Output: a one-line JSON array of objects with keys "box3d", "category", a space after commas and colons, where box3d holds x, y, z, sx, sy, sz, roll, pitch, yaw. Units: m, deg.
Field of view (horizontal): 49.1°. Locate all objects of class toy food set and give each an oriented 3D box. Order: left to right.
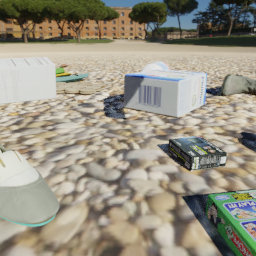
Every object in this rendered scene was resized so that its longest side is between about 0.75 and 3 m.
[{"box3d": [-3.333, -2.705, 13.478, 1.781, 0.582, 1.048, -21, 7, -43], "category": "toy food set"}]

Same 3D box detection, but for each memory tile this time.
[{"box3d": [-2.415, -1.736, 12.197, 2.605, 0.219, 1.997, 4, 18, 13], "category": "memory tile"}]

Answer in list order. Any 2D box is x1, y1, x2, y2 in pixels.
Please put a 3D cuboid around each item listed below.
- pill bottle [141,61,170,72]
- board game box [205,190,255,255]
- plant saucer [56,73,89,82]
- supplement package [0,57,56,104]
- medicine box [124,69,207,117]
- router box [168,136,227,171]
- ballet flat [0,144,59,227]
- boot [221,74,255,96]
[{"box3d": [1.195, -2.369, 12.642, 1.136, 1.136, 2.089, 6, 19, 17], "category": "pill bottle"}, {"box3d": [2.286, 1.168, 3.106, 2.308, 0.336, 1.553, -3, 18, -11], "category": "board game box"}, {"box3d": [-3.023, -2.449, 14.041, 0.844, 0.229, 2.413, -10, 9, 39], "category": "plant saucer"}, {"box3d": [-3.923, -1.798, 10.322, 2.259, 1.321, 1.325, -10, 30, -28], "category": "supplement package"}, {"box3d": [1.257, -1.239, 9.211, 1.972, 1.114, 2.165, 13, 22, 33], "category": "medicine box"}, {"box3d": [1.286, 0.457, 5.332, 0.717, 0.297, 0.957, -6, 19, -17], "category": "router box"}, {"box3d": [-1.881, 0.616, 4.091, 2.399, 0.764, 0.808, 16, 23, 40], "category": "ballet flat"}, {"box3d": [4.808, -1.679, 11.240, 1.535, 0.795, 2.349, 21, 28, 35], "category": "boot"}]
